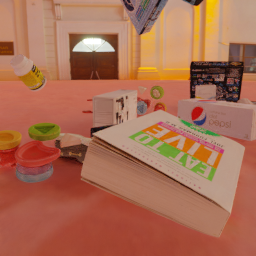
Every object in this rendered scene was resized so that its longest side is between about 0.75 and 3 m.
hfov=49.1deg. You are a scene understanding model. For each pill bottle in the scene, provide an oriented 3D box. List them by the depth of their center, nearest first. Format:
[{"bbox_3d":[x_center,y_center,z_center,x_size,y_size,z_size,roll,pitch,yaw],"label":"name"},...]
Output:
[{"bbox_3d":[-3.055,-1.692,8.589,0.630,0.630,1.121,5,-28,23],"label":"pill bottle"}]

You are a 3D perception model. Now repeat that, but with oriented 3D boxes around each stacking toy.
[{"bbox_3d":[-1.760,0.485,5.449,1.510,0.638,1.367,23,30,36],"label":"stacking toy"},{"bbox_3d":[0.884,-1.089,11.554,1.368,1.238,0.578,5,25,16],"label":"stacking toy"}]

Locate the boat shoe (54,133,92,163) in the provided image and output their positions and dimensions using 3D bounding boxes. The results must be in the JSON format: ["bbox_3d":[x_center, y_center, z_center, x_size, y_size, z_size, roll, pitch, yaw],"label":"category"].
[{"bbox_3d":[-0.845,0.462,5.771,1.737,0.519,0.621,9,7,32],"label":"boat shoe"}]

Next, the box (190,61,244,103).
[{"bbox_3d":[3.997,-1.916,12.842,2.286,2.269,0.568,4,40,19],"label":"box"}]

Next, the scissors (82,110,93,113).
[{"bbox_3d":[-1.573,-0.667,12.189,0.409,0.078,1.117,-7,15,-40],"label":"scissors"}]

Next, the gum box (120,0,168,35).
[{"bbox_3d":[0.247,-3.400,6.724,0.384,1.722,1.463,-24,-8,-21],"label":"gum box"}]

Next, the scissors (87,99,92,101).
[{"bbox_3d":[-1.912,-1.683,16.968,1.115,0.078,0.408,3,10,10],"label":"scissors"}]

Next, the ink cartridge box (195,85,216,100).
[{"bbox_3d":[3.403,-1.295,12.321,0.856,1.172,0.860,0,11,14],"label":"ink cartridge box"}]

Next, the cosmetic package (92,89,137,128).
[{"bbox_3d":[-0.314,-0.562,9.058,0.722,1.177,2.852,6,14,13],"label":"cosmetic package"}]

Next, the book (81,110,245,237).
[{"bbox_3d":[0.868,0.481,4.750,1.963,0.706,2.939,24,20,18],"label":"book"}]

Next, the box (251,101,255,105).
[{"bbox_3d":[5.265,-0.741,10.948,1.330,0.216,0.806,23,-6,-41],"label":"box"}]

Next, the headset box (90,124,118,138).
[{"bbox_3d":[-0.149,0.289,6.507,1.018,0.543,1.170,-9,15,-35],"label":"headset box"}]

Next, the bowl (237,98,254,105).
[{"bbox_3d":[4.488,-0.699,10.271,0.937,0.350,0.936,41,27,-3],"label":"bowl"}]

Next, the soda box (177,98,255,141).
[{"bbox_3d":[2.840,-0.357,8.702,0.954,0.892,2.801,-8,14,-34],"label":"soda box"}]

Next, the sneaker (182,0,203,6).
[{"bbox_3d":[0.999,-2.062,3.306,0.697,0.780,1.903,31,46,11],"label":"sneaker"}]
